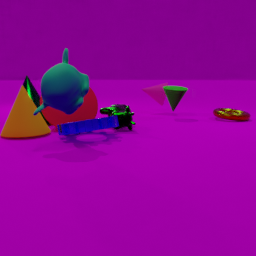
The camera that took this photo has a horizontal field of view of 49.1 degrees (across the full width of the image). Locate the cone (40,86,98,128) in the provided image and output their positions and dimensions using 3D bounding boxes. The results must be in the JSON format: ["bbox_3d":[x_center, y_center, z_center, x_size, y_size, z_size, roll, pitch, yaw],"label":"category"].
[{"bbox_3d":[-1.957,-0.479,8.766,1.662,1.662,1.668,-5,-14,-23],"label":"cone"}]

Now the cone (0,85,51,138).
[{"bbox_3d":[-2.708,-0.480,7.317,1.263,1.267,1.263,-2,8,0],"label":"cone"}]

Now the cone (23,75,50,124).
[{"bbox_3d":[-3.147,-0.906,8.908,1.513,1.519,1.513,-2,9,0],"label":"cone"}]

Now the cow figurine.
[{"bbox_3d":[-0.193,-0.361,8.320,1.330,0.742,1.352,1,17,31],"label":"cow figurine"}]

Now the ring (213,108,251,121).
[{"bbox_3d":[3.687,-0.491,9.992,1.284,0.257,1.284,4,14,-1],"label":"ring"}]

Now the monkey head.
[{"bbox_3d":[-1.409,-0.836,5.980,0.932,1.547,1.113,27,-10,-23],"label":"monkey head"}]

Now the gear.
[{"bbox_3d":[-1.006,-0.064,7.118,1.499,0.277,1.499,-9,2,0],"label":"gear"}]

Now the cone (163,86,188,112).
[{"bbox_3d":[1.675,-1.010,10.153,0.889,0.893,0.889,2,18,-1],"label":"cone"}]

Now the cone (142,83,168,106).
[{"bbox_3d":[1.037,-1.489,11.536,0.982,0.978,0.978,12,11,-2],"label":"cone"}]
